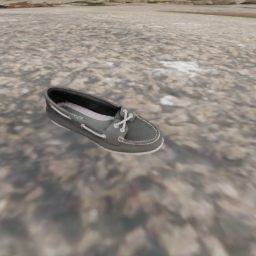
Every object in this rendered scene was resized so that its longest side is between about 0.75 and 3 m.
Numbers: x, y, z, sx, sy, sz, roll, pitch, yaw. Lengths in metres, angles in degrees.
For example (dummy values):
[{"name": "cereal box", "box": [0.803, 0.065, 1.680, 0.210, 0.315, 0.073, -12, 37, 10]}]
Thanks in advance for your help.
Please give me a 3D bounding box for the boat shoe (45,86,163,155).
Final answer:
[{"name": "boat shoe", "box": [-0.491, -0.160, 4.753, 2.244, 0.639, 0.750, 18, 56, 19]}]
